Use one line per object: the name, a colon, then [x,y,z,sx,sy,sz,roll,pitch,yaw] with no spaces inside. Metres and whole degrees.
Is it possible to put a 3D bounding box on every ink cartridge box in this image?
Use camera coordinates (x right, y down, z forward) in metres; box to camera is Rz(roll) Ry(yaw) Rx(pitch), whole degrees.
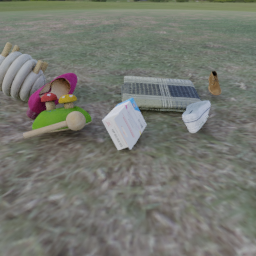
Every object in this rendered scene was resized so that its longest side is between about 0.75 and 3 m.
ink cartridge box: [-0.104,-0.072,7.291,0.536,0.909,1.579,-21,15,26]

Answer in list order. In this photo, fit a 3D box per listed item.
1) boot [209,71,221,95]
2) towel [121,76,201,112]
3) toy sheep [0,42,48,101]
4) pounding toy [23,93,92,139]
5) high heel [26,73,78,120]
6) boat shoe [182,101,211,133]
boot: [3.197,-1.669,10.364,0.421,0.432,1.144,-3,48,5]
towel: [1.138,-1.202,10.186,2.844,0.491,2.738,5,30,-1]
toy sheep: [-3.810,-1.853,9.935,2.624,1.809,1.809,30,31,-1]
pounding toy: [-1.858,-0.473,7.506,1.626,0.978,2.107,-9,10,-3]
high heel: [-2.252,-1.272,9.100,0.852,1.215,2.527,39,50,-10]
boat shoe: [1.996,-0.339,8.184,0.653,0.593,1.776,-6,15,34]
